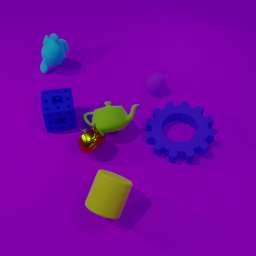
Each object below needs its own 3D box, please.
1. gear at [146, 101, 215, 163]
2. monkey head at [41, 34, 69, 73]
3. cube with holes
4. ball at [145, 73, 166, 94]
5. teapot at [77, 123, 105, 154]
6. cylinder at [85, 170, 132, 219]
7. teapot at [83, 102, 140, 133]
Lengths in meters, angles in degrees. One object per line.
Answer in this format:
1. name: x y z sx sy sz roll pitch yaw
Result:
1. gear: 1.559 0.073 8.513 2.032 0.376 2.032 -4 55 5
2. monkey head: -2.791 -2.829 10.124 1.141 1.586 0.956 38 36 6
3. cube with holes: -2.150 -0.561 8.745 0.933 0.933 0.933 -8 54 -11
4. ball: 0.944 -1.539 9.621 0.705 0.705 0.705 0 53 0
5. teapot: -1.070 0.294 8.000 0.831 1.337 0.655 -35 86 -38
6. cylinder: -0.461 1.590 6.776 0.894 0.894 0.894 22 89 15
7. teapot: -0.494 -0.360 8.454 1.799 0.881 1.119 -6 8 13
